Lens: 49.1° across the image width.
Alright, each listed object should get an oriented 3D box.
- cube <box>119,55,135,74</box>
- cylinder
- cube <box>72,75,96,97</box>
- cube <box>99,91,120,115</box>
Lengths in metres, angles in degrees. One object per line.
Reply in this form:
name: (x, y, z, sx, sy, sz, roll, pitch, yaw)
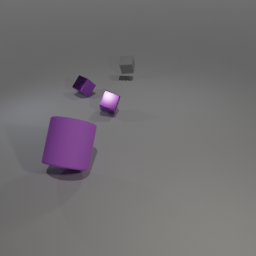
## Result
cube: (-0.031, -3.483, 15.413, 0.700, 0.700, 0.700, 0, 57, 12)
cylinder: (-1.750, 0.471, 8.417, 1.400, 1.400, 1.400, 10, -7, 1)
cube: (-2.161, -2.057, 13.781, 0.700, 0.700, 0.700, 27, -4, 37)
cube: (-0.782, -1.069, 11.974, 0.700, 0.700, 0.700, 19, -12, -1)
